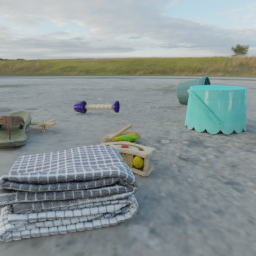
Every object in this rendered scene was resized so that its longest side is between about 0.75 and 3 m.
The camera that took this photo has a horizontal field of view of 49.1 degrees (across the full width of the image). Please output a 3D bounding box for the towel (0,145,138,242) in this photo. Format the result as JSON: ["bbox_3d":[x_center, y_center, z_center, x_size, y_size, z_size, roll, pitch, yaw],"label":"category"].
[{"bbox_3d":[-1.043,0.915,4.848,2.170,0.929,1.797,-3,13,-13],"label":"towel"}]

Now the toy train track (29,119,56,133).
[{"bbox_3d":[-3.369,-0.051,10.415,1.862,0.303,1.068,3,19,36],"label":"toy train track"}]

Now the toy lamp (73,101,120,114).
[{"bbox_3d":[-1.521,-0.984,13.296,2.202,0.641,0.641,1,13,17],"label":"toy lamp"}]

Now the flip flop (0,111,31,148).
[{"bbox_3d":[-3.754,-0.113,9.048,1.147,0.814,2.828,-1,24,-7],"label":"flip flop"}]

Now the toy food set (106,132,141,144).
[{"bbox_3d":[-0.214,0.284,8.746,1.207,0.351,1.748,-1,13,-3],"label":"toy food set"}]

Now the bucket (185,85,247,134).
[{"bbox_3d":[3.331,-0.780,10.639,2.403,1.564,2.403,0,12,0],"label":"bucket"}]

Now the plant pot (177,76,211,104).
[{"bbox_3d":[3.819,-2.067,16.254,1.668,1.703,1.703,-2,10,31],"label":"plant pot"}]

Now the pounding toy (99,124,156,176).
[{"bbox_3d":[-0.167,0.450,6.627,1.753,1.005,1.002,11,13,39],"label":"pounding toy"}]
